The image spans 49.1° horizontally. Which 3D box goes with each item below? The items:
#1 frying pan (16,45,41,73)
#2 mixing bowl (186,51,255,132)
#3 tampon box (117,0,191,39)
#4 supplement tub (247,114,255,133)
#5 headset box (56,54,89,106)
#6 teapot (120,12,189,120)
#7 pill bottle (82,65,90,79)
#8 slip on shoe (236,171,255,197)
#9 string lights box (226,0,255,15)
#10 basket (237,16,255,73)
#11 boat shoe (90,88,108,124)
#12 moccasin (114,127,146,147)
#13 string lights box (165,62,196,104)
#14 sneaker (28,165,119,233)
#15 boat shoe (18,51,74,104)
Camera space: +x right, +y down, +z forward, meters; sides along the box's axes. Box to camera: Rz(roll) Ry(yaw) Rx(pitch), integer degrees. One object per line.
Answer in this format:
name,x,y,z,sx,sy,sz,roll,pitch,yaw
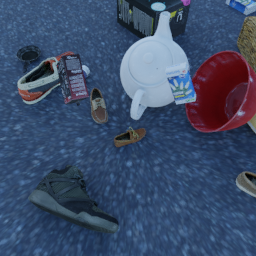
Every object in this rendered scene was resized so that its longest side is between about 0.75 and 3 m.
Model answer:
frying pan,-3.975,-2.841,11.496,1.001,0.269,1.656,-22,58,-15
mixing bowl,3.232,-0.994,9.003,1.408,2.600,2.600,14,47,-28
tampon box,1.050,-5.230,12.420,2.004,1.688,2.674,-34,60,-23
supplement tub,4.351,-0.406,9.211,0.931,0.931,1.281,-15,54,-11
headset box,-1.618,-1.319,8.143,0.534,1.029,1.383,-15,92,-23
teapot,0.795,-1.925,9.279,2.558,1.893,2.591,-27,80,9
pill bottle,-1.847,-1.997,10.711,0.481,0.481,0.831,23,56,17
slip on shoe,3.932,1.754,7.807,1.756,0.532,0.668,31,59,21
string lights box,5.658,-6.200,13.966,0.698,0.401,1.359,-30,58,-21
basket,5.591,-3.319,10.954,1.769,1.695,2.375,-1,53,1
boat shoe,-1.057,-0.795,9.752,0.567,0.538,1.498,-14,54,-11
moccasin,0.065,0.245,9.026,1.117,0.431,0.409,-15,54,-11
string lights box,1.321,-1.097,6.976,0.510,0.992,0.293,-9,38,25
sneaker,-1.250,1.808,7.490,2.535,0.969,1.452,18,61,20
boat shoe,-2.941,-2.107,10.530,1.038,0.912,2.916,26,56,21
